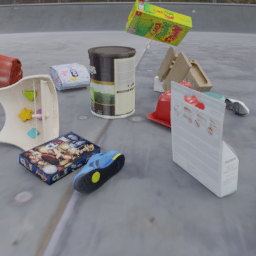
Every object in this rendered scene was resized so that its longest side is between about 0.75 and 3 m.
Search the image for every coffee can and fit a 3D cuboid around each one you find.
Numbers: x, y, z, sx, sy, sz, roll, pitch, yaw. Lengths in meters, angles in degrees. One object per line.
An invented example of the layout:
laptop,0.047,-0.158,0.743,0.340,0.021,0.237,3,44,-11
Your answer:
coffee can,-0.653,-1.990,11.976,1.973,2.696,1.973,0,24,0

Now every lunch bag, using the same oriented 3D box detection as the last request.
lunch bag,-3.218,-2.875,15.690,1.760,1.319,2.075,-13,33,-27

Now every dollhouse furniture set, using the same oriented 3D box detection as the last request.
dollhouse furniture set,3.166,-3.085,13.982,2.702,2.201,2.569,-5,55,-23

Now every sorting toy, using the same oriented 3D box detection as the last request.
sorting toy,-3.558,-0.432,9.354,2.258,2.509,1.340,-1,5,-1

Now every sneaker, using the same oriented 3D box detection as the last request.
sneaker,-0.901,1.133,7.626,0.760,0.639,1.940,15,26,31
sneaker,4.910,-0.974,12.391,0.670,0.573,1.538,-1,24,-13

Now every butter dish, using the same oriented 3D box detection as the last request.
butter dish,2.171,-1.000,10.980,2.222,1.647,2.228,-24,35,-34

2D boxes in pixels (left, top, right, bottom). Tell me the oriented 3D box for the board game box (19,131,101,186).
board game box,-1.995,0.816,8.408,1.360,0.347,2.007,25,33,28

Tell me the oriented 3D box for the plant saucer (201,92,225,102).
plant saucer,4.011,-1.461,13.744,1.688,0.303,1.688,0,25,0

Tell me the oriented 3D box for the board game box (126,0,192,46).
board game box,1.247,-4.253,11.536,2.426,1.232,0.578,10,63,-18

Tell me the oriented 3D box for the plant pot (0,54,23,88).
plant pot,-6.851,-2.668,13.935,2.611,2.685,2.685,7,24,-3

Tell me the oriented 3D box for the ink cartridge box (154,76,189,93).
ink cartridge box,2.454,-2.553,15.535,1.360,0.792,1.879,15,29,28

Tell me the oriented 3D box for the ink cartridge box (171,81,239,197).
ink cartridge box,1.929,0.185,7.290,0.613,2.592,2.075,-17,29,-21
